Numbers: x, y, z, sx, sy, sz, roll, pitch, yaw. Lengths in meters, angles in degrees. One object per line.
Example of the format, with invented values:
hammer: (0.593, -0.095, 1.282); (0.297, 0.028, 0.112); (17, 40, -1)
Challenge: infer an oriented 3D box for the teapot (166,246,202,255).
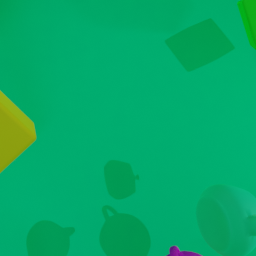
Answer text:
teapot: (0.997, 2.796, 4.694); (1.178, 0.928, 1.895); (-16, 101, 10)

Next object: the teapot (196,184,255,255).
teapot: (1.504, 1.259, 3.908); (0.785, 1.604, 0.997); (-6, 84, -21)

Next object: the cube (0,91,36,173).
cube: (-2.353, 0.029, 4.150); (1.348, 1.348, 1.348); (-44, 110, -8)

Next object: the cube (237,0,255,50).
cube: (3.012, -2.357, 5.828); (1.065, 1.065, 1.065); (-19, 106, 22)
